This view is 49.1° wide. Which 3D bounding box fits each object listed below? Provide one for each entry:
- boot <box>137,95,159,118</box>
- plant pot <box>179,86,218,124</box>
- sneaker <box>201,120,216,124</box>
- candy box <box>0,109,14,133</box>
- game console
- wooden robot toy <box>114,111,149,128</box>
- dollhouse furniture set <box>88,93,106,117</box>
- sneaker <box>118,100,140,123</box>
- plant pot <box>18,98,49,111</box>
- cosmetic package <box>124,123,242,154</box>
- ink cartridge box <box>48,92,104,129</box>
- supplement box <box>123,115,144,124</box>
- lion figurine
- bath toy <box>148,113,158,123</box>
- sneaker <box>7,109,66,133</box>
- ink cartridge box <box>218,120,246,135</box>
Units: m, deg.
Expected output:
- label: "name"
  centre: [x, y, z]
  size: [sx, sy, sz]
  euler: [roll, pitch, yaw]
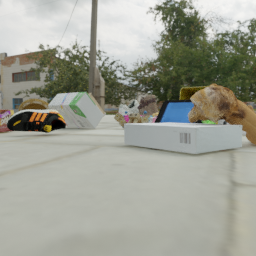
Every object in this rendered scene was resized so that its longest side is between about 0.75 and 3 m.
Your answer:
- label: "boot"
  centre: [1.276, -0.929, 14.351]
  size: [0.731, 1.522, 2.082]
  euler: [-4, 5, -43]
- label: "plant pot"
  centre: [3.370, -0.800, 12.369]
  size: [1.733, 1.733, 1.528]
  euler: [3, -6, 43]
- label: "sneaker"
  centre: [2.656, -0.333, 10.870]
  size: [1.205, 1.104, 2.876]
  euler: [-23, -1, 11]
- label: "candy box"
  centre: [-5.378, -0.231, 8.837]
  size: [2.908, 0.821, 1.697]
  euler: [2, 3, 8]
- label: "game console"
  centre: [1.365, -0.391, 9.055]
  size: [1.664, 1.101, 1.893]
  euler: [-3, 4, -42]
- label: "wooden robot toy"
  centre: [0.263, -0.156, 11.005]
  size: [1.744, 0.768, 0.791]
  euler: [2, -31, 38]
- label: "dollhouse furniture set"
  centre: [-2.831, -0.536, 16.392]
  size: [2.315, 1.600, 2.452]
  euler: [-22, 24, 30]
- label: "sneaker"
  centre: [0.643, -0.908, 15.688]
  size: [2.661, 1.322, 1.037]
  euler: [-3, 4, -36]
- label: "plant pot"
  centre: [-4.563, -0.742, 13.827]
  size: [1.599, 1.599, 0.220]
  euler: [-1, 39, -14]
- label: "cosmetic package"
  centre: [1.011, 0.138, 5.439]
  size: [1.381, 0.473, 1.831]
  euler: [-5, 5, -38]
- label: "ink cartridge box"
  centre: [-2.103, -0.694, 11.243]
  size: [1.844, 0.807, 1.340]
  euler: [1, -41, 41]
- label: "supplement box"
  centre: [0.260, -0.357, 13.381]
  size: [1.008, 0.521, 0.510]
  euler: [1, 2, -6]
- label: "lion figurine"
  centre: [2.233, -0.193, 5.592]
  size: [2.336, 0.846, 1.430]
  euler: [23, 17, -8]
- label: "bath toy"
  centre: [1.321, -0.287, 11.872]
  size: [0.585, 0.688, 1.583]
  euler: [22, 3, -14]
- label: "sneaker"
  centre: [-2.539, -0.137, 7.981]
  size: [1.639, 0.573, 0.737]
  euler: [-11, 38, -43]
- label: "ink cartridge box"
  centre: [3.356, -0.047, 8.602]
  size: [0.792, 0.461, 1.095]
  euler: [0, 3, -6]
